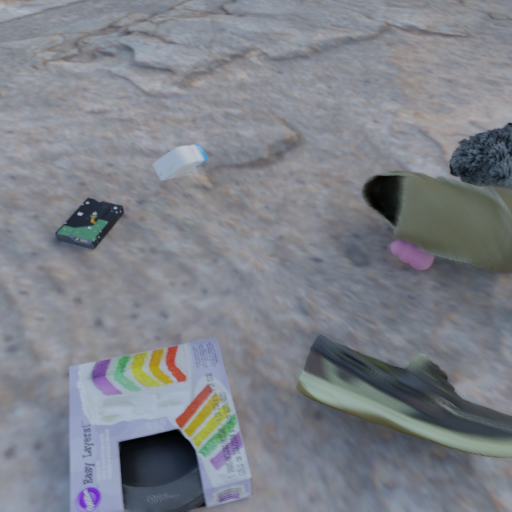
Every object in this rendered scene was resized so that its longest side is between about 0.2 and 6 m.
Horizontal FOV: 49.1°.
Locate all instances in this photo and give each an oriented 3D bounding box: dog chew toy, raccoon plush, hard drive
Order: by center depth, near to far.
[{"bbox_3d":[4.014,-1.036,8.743,1.469,3.037,2.035,0,70,1],"label":"raccoon plush"},{"bbox_3d":[2.620,-0.050,9.467,0.713,0.444,0.444,24,47,6],"label":"dog chew toy"},{"bbox_3d":[-3.034,-0.600,10.278,0.781,0.212,1.118,13,44,13],"label":"hard drive"}]

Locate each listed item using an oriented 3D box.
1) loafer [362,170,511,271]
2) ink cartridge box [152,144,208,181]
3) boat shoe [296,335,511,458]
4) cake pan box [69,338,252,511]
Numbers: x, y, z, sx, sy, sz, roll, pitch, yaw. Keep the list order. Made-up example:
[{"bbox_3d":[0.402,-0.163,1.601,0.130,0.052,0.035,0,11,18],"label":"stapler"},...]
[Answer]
[{"bbox_3d":[2.820,-0.612,8.824,1.146,1.292,3.397,0,14,-22],"label":"loafer"},{"bbox_3d":[-1.433,-1.785,10.640,0.656,0.384,0.908,-28,3,27],"label":"ink cartridge box"},{"bbox_3d":[1.958,1.697,7.029,2.888,1.032,0.949,12,88,19],"label":"boat shoe"},{"bbox_3d":[-1.265,2.205,7.042,2.066,0.587,2.243,-10,44,-8],"label":"cake pan box"}]
